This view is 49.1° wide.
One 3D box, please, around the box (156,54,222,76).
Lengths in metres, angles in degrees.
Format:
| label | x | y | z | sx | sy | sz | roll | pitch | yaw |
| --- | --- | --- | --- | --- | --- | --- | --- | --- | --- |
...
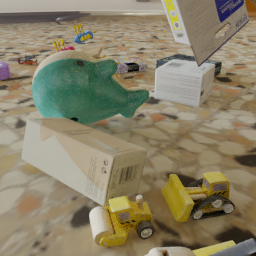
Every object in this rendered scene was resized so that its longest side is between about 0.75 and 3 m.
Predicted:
| label | x | y | z | sx | sy | sz | roll | pitch | yaw |
| --- | --- | --- | --- | --- | --- | --- | --- | --- | --- |
| box | 2.493 | -2.516 | 11.531 | 2.145 | 0.547 | 1.692 | 21 | 33 | 35 |

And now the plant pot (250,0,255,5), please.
| label | x | y | z | sx | sy | sz | roll | pitch | yaw |
| --- | --- | --- | --- | --- | --- | --- | --- | --- | --- |
| plant pot | 2.801 | -2.461 | 4.204 | 2.841 | 0.390 | 2.841 | 33 | 2 | -1 |

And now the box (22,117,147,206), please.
| label | x | y | z | sx | sy | sz | roll | pitch | yaw |
| --- | --- | --- | --- | --- | --- | --- | --- | --- | --- |
| box | -0.846 | 0.483 | 5.058 | 2.146 | 0.834 | 1.019 | 19 | 14 | 31 |

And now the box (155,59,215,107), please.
| label | x | y | z | sx | sy | sz | roll | pitch | yaw |
| --- | --- | --- | --- | --- | --- | --- | --- | --- | --- |
| box | 1.843 | -1.510 | 9.053 | 1.536 | 1.004 | 1.528 | 14 | 30 | 25 |

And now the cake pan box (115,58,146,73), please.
| label | x | y | z | sx | sy | sz | roll | pitch | yaw |
| --- | --- | --- | --- | --- | --- | --- | --- | --- | --- |
| cake pan box | 0.036 | -2.721 | 12.195 | 1.181 | 0.335 | 1.283 | -10 | 29 | -15 |

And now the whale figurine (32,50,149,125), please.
| label | x | y | z | sx | sy | sz | roll | pitch | yaw |
| --- | --- | --- | --- | --- | --- | --- | --- | --- | --- |
| whale figurine | -0.819 | -0.654 | 6.677 | 2.814 | 2.239 | 1.460 | 13 | 49 | -29 |

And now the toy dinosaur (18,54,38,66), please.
| label | x | y | z | sx | sy | sz | roll | pitch | yaw |
| --- | --- | --- | --- | --- | --- | --- | --- | --- | --- |
| toy dinosaur | -4.651 | -3.096 | 12.880 | 0.841 | 0.486 | 0.927 | -23 | 42 | -5 |

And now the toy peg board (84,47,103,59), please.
| label | x | y | z | sx | sy | sz | roll | pitch | yaw |
| --- | --- | --- | --- | --- | --- | --- | --- | --- | --- |
| toy peg board | -1.868 | -2.605 | 11.652 | 1.734 | 0.852 | 1.741 | -14 | 24 | 7 |

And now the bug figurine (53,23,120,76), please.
| label | x | y | z | sx | sy | sz | roll | pitch | yaw |
| --- | --- | --- | --- | --- | --- | --- | --- | --- | --- |
| bug figurine | -1.709 | -2.832 | 11.148 | 2.145 | 0.712 | 2.766 | -27 | 70 | -21 |

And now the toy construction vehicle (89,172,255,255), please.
| label | x | y | z | sx | sy | sz | roll | pitch | yaw |
| --- | --- | --- | --- | --- | --- | --- | --- | --- | --- |
| toy construction vehicle | 0.653 | 1.289 | 3.755 | 2.281 | 0.803 | 1.986 | -5 | 27 | -9 |

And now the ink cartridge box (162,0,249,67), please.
| label | x | y | z | sx | sy | sz | roll | pitch | yaw |
| --- | --- | --- | --- | --- | --- | --- | --- | --- | --- |
| ink cartridge box | 1.643 | -2.781 | 5.902 | 2.147 | 2.172 | 0.511 | -42 | 35 | -24 |

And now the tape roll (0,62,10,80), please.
| label | x | y | z | sx | sy | sz | roll | pitch | yaw |
| --- | --- | --- | --- | --- | --- | --- | --- | --- | --- |
| tape roll | -5.455 | -2.255 | 11.122 | 1.407 | 0.462 | 1.407 | -1 | 28 | 0 |
